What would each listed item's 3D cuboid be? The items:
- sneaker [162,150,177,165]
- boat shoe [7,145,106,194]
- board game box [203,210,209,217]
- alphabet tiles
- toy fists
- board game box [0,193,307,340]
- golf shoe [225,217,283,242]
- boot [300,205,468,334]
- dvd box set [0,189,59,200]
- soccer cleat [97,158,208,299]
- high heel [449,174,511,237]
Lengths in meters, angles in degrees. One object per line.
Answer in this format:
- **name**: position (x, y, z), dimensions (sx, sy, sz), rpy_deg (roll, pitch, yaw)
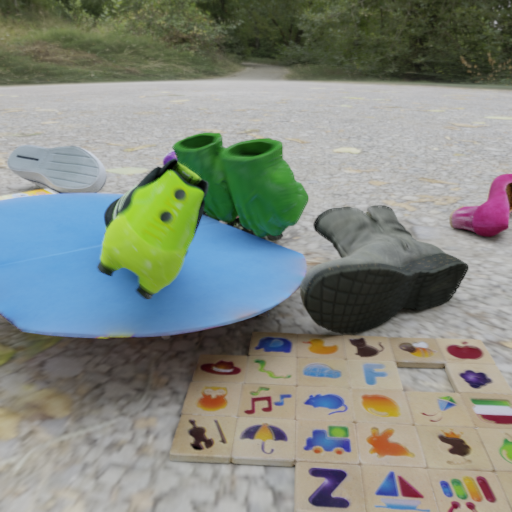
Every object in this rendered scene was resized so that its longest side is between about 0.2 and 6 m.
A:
- **sneaker**: position (-1.903, -2.590, 15.631), dimensions (1.490, 0.599, 0.659), rpy_deg (3, 29, 5)
- **boat shoe**: position (-4.502, -1.963, 13.257), dimensions (3.094, 1.138, 1.033), rpy_deg (21, -15, 31)
- **board game box**: position (-1.069, -1.364, 10.805), dimensions (0.401, 1.289, 1.707), rpy_deg (36, 18, -40)
- **alphabet tiles**: position (0.976, 1.557, 5.727), dimensions (3.437, 0.130, 2.873), rpy_deg (1, 22, 4)
- **toy fists**: position (-0.248, -1.097, 8.486), dimensions (0.907, 1.344, 2.637), rpy_deg (-32, 31, -28)
- **board game box**: position (-1.928, 0.274, 7.538), dimensions (5.032, 0.980, 3.975), rpy_deg (22, 25, 37)
- **golf shoe**: position (-0.287, -0.276, 9.732), dimensions (0.979, 0.858, 2.222), rpy_deg (-15, 12, 33)
- **boot**: position (1.370, 0.024, 7.868), dimensions (2.962, 1.003, 1.935), rpy_deg (-5, 36, -37)
- **dvd box set**: position (-5.135, -0.940, 11.720), dimensions (2.253, 0.331, 1.648), rpy_deg (-16, 27, -35)
- **soccer cleat**: position (-1.015, -0.401, 5.872), dimensions (0.982, 1.179, 2.909), rpy_deg (33, 1, -16)
- **high heel**: position (5.088, -1.063, 11.162), dimensions (2.545, 0.857, 1.221), rpy_deg (-21, 19, -32)
